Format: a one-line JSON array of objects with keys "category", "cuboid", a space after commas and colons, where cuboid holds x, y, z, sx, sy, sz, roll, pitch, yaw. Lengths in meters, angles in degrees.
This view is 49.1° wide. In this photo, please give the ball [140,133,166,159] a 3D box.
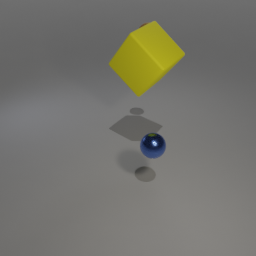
[{"category": "ball", "cuboid": [0.667, 0.471, 7.491, 0.700, 0.700, 0.700, 0, 30, 0]}]

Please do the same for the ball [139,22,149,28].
[{"category": "ball", "cuboid": [0.669, -3.141, 9.327, 0.700, 0.700, 0.700, 0, 30, 0]}]

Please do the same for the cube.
[{"category": "cube", "cuboid": [0.561, -2.087, 8.486, 1.400, 1.400, 1.400, 48, 48, 0]}]
